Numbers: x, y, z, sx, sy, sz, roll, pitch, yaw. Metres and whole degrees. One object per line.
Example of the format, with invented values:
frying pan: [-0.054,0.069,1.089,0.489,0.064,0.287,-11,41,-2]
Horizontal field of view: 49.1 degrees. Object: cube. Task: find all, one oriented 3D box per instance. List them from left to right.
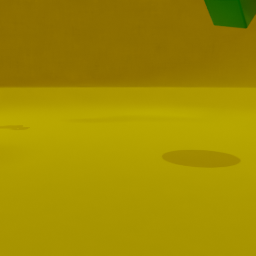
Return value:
cube: [2.797,-3.399,7.376,1.022,1.022,1.022,26,-10,42]
